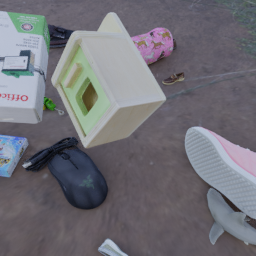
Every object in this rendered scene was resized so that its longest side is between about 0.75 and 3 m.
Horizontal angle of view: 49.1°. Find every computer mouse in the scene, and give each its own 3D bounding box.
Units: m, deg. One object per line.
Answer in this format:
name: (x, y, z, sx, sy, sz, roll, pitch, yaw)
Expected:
computer mouse: (-1.496, 1.074, 7.236, 1.691, 0.644, 2.442, -31, 52, -29)

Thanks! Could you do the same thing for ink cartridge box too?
ink cartridge box: (-2.749, -1.361, 6.332, 1.681, 0.970, 2.301, 2, 73, -9)

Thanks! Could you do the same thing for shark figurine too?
shark figurine: (2.638, 2.085, 6.062, 2.123, 0.886, 1.268, 21, 49, 23)

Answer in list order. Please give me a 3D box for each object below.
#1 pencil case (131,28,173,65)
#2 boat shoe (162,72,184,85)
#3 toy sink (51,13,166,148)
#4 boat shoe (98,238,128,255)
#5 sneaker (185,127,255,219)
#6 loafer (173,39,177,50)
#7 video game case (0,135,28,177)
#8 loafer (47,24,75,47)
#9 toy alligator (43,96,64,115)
pencil case: (0.467, -3.101, 11.133, 2.816, 1.218, 1.166, -24, 53, -23)
boat shoe: (1.718, -1.897, 10.542, 0.928, 0.334, 0.335, -15, 46, -15)
toy sink: (-0.552, -0.934, 5.183, 1.190, 1.385, 2.125, -13, 69, -39)
boat shoe: (-0.179, 2.719, 5.750, 0.331, 0.381, 1.033, -39, 52, -25)
sneaker: (2.815, 0.950, 7.137, 1.555, 1.120, 2.975, -8, 36, -28)
loafer: (1.458, -3.737, 12.327, 1.412, 0.501, 0.516, -6, 44, -6)
video game case: (-3.700, 0.723, 7.845, 1.356, 0.308, 1.229, 6, 45, 6)
loafer: (-3.740, -4.194, 12.488, 2.961, 0.932, 1.064, -4, 44, -4)
toy alligator: (-2.721, -0.846, 9.412, 1.431, 0.388, 0.424, 24, 49, 23)
